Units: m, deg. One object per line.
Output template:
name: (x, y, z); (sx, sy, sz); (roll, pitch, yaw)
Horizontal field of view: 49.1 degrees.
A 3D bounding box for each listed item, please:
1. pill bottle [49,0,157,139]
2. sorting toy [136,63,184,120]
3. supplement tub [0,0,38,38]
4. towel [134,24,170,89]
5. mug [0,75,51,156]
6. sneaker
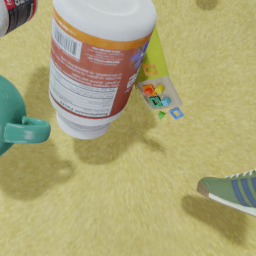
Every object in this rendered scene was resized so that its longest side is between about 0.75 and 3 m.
pill bottle: (-0.646, -1.104, 5.321); (1.633, 2.911, 1.633); (9, 51, -11)
sorting toy: (0.594, -0.646, 5.570); (1.382, 0.778, 0.188); (56, 49, -26)
supplement tub: (-2.589, -2.357, 5.317); (1.159, 1.159, 1.652); (17, 41, 4)
towel: (0.266, -1.792, 5.835); (0.798, 0.167, 1.854); (-17, 95, -8)
mug: (-2.661, -0.218, 4.877); (2.140, 1.323, 1.758); (-20, 103, -1)
sneaker: (2.431, 1.090, 5.160); (2.330, 0.781, 1.046); (17, 94, 46)
